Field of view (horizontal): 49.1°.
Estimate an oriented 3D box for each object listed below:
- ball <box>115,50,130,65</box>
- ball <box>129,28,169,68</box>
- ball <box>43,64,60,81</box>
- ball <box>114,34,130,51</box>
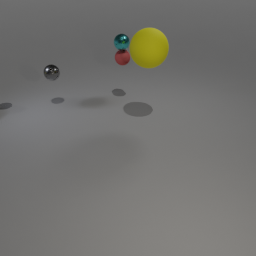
[{"bbox_3d":[-0.244,-3.167,12.572,0.700,0.700,0.700,0,30,0],"label":"ball"},{"bbox_3d":[0.753,-2.852,10.034,1.400,1.400,1.400,0,30,0],"label":"ball"},{"bbox_3d":[-3.335,-2.423,12.259,0.700,0.700,0.700,0,30,0],"label":"ball"},{"bbox_3d":[-0.271,-3.721,12.136,0.700,0.700,0.700,0,30,0],"label":"ball"}]
